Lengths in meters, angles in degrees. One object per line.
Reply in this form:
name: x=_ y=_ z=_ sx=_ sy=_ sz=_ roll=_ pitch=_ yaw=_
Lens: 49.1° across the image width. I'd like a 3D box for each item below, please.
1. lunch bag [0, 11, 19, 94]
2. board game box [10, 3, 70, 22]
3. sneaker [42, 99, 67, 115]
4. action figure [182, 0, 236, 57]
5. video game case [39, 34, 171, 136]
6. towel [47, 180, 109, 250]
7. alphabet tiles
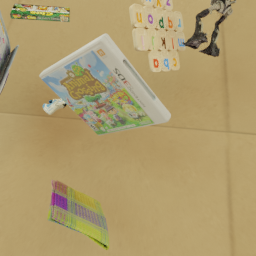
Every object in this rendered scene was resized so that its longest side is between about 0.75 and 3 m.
lunch bag: x=-3.423 y=-1.486 z=6.005 sx=1.724 sy=2.712 sz=2.300 roll=-1 pitch=45 yaw=-4
board game box: x=-1.632 y=-2.179 z=5.296 sx=1.045 sy=0.123 sz=0.548 roll=-1 pitch=43 yaw=-11
sneaker: x=-1.544 y=-0.549 z=6.170 sx=0.291 sy=0.289 sz=0.803 roll=50 pitch=35 yaw=-1
action figure: x=2.015 y=-3.007 z=6.440 sx=1.473 sy=2.478 sz=1.265 roll=10 pitch=18 yaw=-31
video game case: x=-0.473 y=-0.593 z=5.024 sx=1.764 sy=1.938 sz=0.214 roll=48 pitch=53 yaw=-27
towel: x=-0.968 y=1.599 z=5.437 sx=1.256 sy=1.749 sz=0.199 roll=33 pitch=92 yaw=-17
alphabet tiles: x=0.724 y=-2.208 z=6.317 sx=1.901 sy=0.139 sz=1.859 roll=-17 pitch=101 yaw=-47
